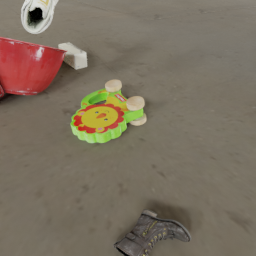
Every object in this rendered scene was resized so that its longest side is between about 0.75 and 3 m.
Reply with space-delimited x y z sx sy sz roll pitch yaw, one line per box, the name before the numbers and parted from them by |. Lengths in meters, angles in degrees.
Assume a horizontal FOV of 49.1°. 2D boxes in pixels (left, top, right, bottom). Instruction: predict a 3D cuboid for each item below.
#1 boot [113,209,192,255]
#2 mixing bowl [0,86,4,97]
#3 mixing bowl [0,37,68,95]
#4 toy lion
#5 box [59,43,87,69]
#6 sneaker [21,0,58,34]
boot | 0.383 1.796 4.377 1.006 0.348 0.876 15 41 29
mixing bowl | -4.745 -1.176 7.388 2.438 2.438 1.321 18 64 25
mixing bowl | -3.328 -1.859 8.381 2.784 1.508 2.784 11 12 -2
toy lion | -0.647 -0.403 7.459 1.930 0.691 2.014 -23 39 -19
box | -2.197 -2.874 11.084 0.522 0.627 1.527 -21 40 -28
sneaker | -1.341 -2.492 4.942 0.670 1.820 1.052 19 46 -28
